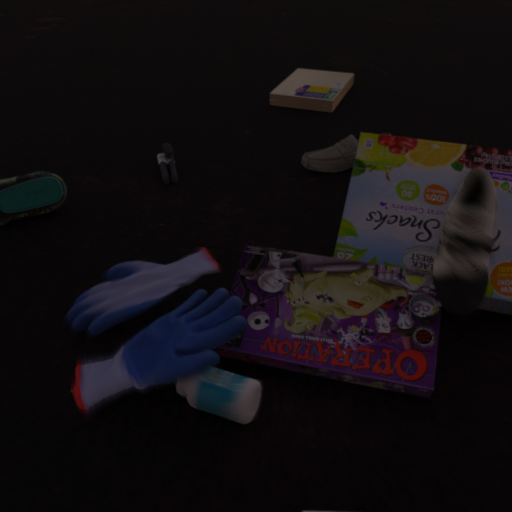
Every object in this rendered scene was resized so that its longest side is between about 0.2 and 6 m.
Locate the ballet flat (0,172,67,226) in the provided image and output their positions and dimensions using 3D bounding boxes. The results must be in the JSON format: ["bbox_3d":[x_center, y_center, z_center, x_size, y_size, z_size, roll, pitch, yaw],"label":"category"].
[{"bbox_3d":[-4.710,-0.917,9.979,2.590,0.961,0.961,-11,35,-19],"label":"ballet flat"}]

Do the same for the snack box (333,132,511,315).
[{"bbox_3d":[2.601,-0.499,8.120,2.610,0.883,2.201,11,77,17],"label":"snack box"}]

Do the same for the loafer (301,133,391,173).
[{"bbox_3d":[1.932,-2.223,11.877,2.036,0.710,0.712,-11,35,-16],"label":"loafer"}]

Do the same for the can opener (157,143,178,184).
[{"bbox_3d":[-1.870,-1.968,11.747,0.345,0.433,1.294,-7,34,-11],"label":"can opener"}]

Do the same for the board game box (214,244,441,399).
[{"bbox_3d":[0.954,0.762,7.204,2.690,0.434,1.615,9,62,13],"label":"board game box"}]

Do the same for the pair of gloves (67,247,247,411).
[{"bbox_3d":[-1.380,0.722,7.241,2.222,0.315,2.764,-24,35,-7],"label":"pair of gloves"}]

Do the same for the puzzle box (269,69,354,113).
[{"bbox_3d":[1.640,-4.791,16.062,1.801,0.344,2.706,12,36,17],"label":"puzzle box"}]

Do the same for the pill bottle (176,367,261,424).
[{"bbox_3d":[-0.440,1.552,6.398,0.907,0.503,0.503,13,36,18],"label":"pill bottle"}]

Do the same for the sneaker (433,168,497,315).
[{"bbox_3d":[2.488,-0.220,6.702,0.664,0.793,1.791,6,74,24],"label":"sneaker"}]
